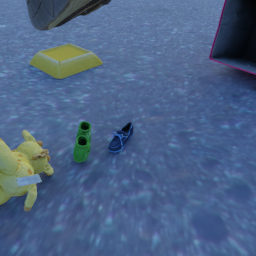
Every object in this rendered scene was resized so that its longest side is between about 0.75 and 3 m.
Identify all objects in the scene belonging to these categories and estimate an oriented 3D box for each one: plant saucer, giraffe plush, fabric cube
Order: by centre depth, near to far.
[{"bbox_3d":[-2.182,0.705,5.496,1.674,1.444,1.357,3,19,8],"label":"giraffe plush"},{"bbox_3d":[4.789,-3.260,9.677,2.478,2.486,2.439,-12,33,-38],"label":"fabric cube"},{"bbox_3d":[-2.469,-2.776,11.093,2.167,0.525,2.167,-30,45,-36],"label":"plant saucer"}]

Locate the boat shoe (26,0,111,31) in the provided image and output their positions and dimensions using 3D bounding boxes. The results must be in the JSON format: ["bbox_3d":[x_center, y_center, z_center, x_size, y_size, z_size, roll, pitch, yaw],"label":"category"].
[{"bbox_3d":[-0.694,-2.034,3.986,1.078,1.095,2.940,-16,19,-32],"label":"boat shoe"}]

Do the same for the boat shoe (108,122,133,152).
[{"bbox_3d":[-0.200,0.190,6.927,0.439,0.358,1.044,12,36,17],"label":"boat shoe"}]

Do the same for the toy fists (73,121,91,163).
[{"bbox_3d":[-1.047,0.349,6.540,0.380,0.564,1.106,13,33,-12],"label":"toy fists"}]
